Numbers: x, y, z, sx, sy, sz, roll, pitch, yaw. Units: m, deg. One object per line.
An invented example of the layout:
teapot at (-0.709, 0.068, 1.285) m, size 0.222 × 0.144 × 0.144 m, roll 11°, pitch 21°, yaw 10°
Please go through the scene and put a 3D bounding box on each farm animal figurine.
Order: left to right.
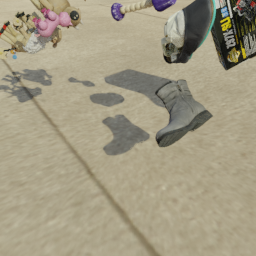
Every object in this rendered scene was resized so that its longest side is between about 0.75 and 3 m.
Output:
farm animal figurine at (-1.751, -2.521, 6.529) m, size 1.914 × 1.192 × 2.371 m, roll -6°, pitch 55°, yaw 32°

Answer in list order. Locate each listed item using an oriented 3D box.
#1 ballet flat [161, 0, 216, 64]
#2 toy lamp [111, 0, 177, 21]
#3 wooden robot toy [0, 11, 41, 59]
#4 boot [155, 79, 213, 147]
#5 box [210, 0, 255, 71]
ballet flat at (1.064, -1.809, 5.592) m, size 0.821 × 0.821 × 2.248 m, roll 0°, pitch -6°, yaw 0°
toy lamp at (0.325, -2.758, 6.298) m, size 1.666 × 0.485 × 0.485 m, roll 4°, pitch 27°, yaw 43°
wooden robot toy at (-3.407, -2.713, 8.540) m, size 0.820 × 0.845 × 1.862 m, roll 32°, pitch 75°, yaw -12°
boot at (0.850, -0.333, 5.488) m, size 1.658 × 0.579 × 1.092 m, roll -24°, pitch 73°, yaw -45°
box at (2.820, -2.703, 6.482) m, size 1.873 × 2.345 × 0.579 m, roll -25°, pitch 45°, yaw 14°
